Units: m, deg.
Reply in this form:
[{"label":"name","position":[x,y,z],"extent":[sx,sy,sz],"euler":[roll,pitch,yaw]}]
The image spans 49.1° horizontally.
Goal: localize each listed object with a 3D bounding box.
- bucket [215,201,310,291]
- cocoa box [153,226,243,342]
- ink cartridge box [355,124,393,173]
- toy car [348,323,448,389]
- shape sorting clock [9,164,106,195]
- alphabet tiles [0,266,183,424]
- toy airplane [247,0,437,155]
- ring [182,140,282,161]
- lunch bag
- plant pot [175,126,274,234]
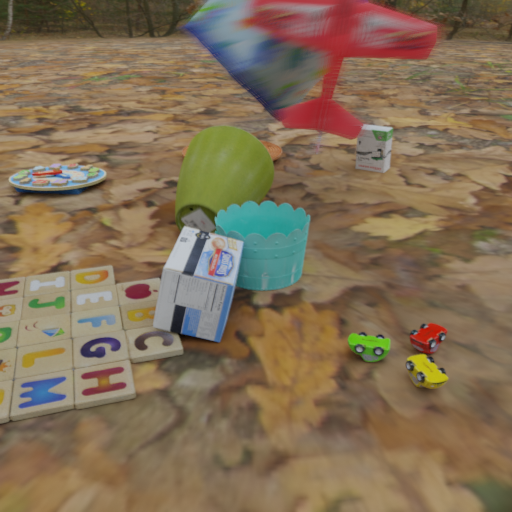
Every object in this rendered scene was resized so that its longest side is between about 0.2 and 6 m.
[{"label":"bucket","position":[0.082,-0.154,7.639],"extent":[1.307,0.850,1.307],"euler":[1,26,0]},{"label":"cocoa box","position":[-0.644,0.307,6.586],"extent":[0.790,0.803,1.205],"euler":[13,25,-2]},{"label":"ink cartridge box","position":[2.516,-2.290,11.988],"extent":[0.675,0.924,0.390],"euler":[14,32,28]},{"label":"toy car","position":[1.478,1.020,5.906],"extent":[1.025,0.243,1.089],"euler":[7,26,15]},{"label":"shape sorting clock","position":[-3.943,-1.596,11.182],"extent":[1.843,0.362,1.843],"euler":[0,26,0]},{"label":"alphabet tiles","position":[-2.662,0.893,6.307],"extent":[3.420,0.108,2.846],"euler":[-7,26,-15]},{"label":"toy airplane","position":[1.224,-2.967,8.494],"extent":[2.850,2.850,0.524],"euler":[1,13,1]},{"label":"ring","position":[-0.551,-2.345,12.920],"extent":[2.315,0.222,2.315],"euler":[0,25,0]},{"label":"lunch bag","position":[0.631,-4.010,10.119],"extent":[1.928,2.573,3.026],"euler":[49,12,25]},{"label":"plant pot","position":[-0.639,-0.978,8.904],"extent":[1.551,1.551,1.658],"euler":[6,42,13]}]
